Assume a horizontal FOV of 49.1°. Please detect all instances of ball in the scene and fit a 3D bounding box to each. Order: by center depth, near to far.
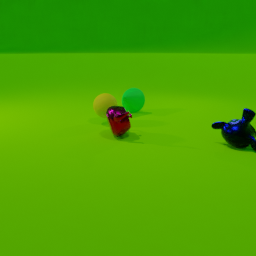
[{"bbox_3d":[-0.745,-0.737,9.281,0.816,0.816,0.816,0,17,0],"label":"ball"}]

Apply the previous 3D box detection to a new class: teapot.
[{"bbox_3d":[-0.219,-0.248,7.992,0.714,0.907,1.459,-20,-6,-7],"label":"teapot"}]

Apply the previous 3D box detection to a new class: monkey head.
[{"bbox_3d":[2.860,0.017,7.142,1.301,0.936,0.784,33,48,30],"label":"monkey head"}]

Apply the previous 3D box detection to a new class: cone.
[{"bbox_3d":[0.015,-1.086,10.459,0.979,0.979,0.982,7,2,23],"label":"cone"}]
